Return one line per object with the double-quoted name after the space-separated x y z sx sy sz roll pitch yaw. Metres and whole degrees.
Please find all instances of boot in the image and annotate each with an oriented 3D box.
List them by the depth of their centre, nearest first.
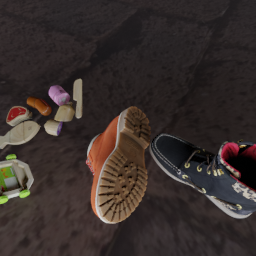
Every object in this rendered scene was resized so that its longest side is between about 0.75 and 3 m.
1.731 0.755 5.782 2.762 2.080 1.011 39 73 13 "boot"
-0.401 0.919 6.444 1.568 1.097 2.924 -30 29 34 "boot"

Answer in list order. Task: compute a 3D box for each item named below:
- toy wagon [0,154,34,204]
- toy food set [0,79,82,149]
-2.986 1.209 6.514 1.434 0.284 1.113 -10 58 -38 "toy wagon"
-2.316 -0.402 7.709 2.596 0.409 1.650 -15 60 18 "toy food set"
